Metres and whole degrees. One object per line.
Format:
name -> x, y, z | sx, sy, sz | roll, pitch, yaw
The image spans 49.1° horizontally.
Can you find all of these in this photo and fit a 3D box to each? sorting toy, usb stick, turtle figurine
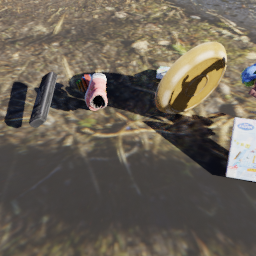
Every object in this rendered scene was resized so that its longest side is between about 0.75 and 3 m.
sorting toy -> -1.291, -1.255, 8.659 | 0.487, 1.187, 0.713 | -21, 73, -1
usb stick -> -2.356, -0.857, 7.884 | 0.573, 0.337, 2.068 | -26, 41, 22
turtle figurine -> 3.960, -0.906, 6.301 | 2.393, 1.776, 2.468 | 35, 9, 37

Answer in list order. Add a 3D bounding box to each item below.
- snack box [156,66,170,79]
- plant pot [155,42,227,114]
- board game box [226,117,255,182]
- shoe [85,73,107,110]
snack box -> 1.677, -1.909, 9.958 | 1.206, 0.319, 0.857 | 11, 23, 13
plant pot -> 1.824, -1.229, 7.745 | 2.406, 2.406, 0.331 | -21, 57, -24
board game box -> 3.040, 0.530, 6.345 | 1.391, 1.388, 0.286 | 9, 4, 15
shoe -> -0.924, -0.783, 7.969 | 0.567, 1.588, 0.722 | 5, 60, -12
